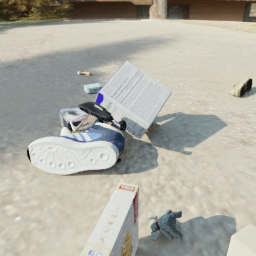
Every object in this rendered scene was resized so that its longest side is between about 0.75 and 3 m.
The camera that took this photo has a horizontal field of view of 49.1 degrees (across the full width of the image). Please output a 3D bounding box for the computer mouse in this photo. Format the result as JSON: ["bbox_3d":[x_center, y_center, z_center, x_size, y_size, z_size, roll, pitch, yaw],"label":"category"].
[{"bbox_3d":[-0.709,-0.401,8.794,1.649,0.380,1.158,23,-11,9],"label":"computer mouse"}]

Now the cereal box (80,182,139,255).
[{"bbox_3d":[-0.337,2.389,4.845,0.493,1.793,2.492,9,29,16],"label":"cereal box"}]

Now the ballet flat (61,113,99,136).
[{"bbox_3d":[-1.896,0.115,9.783,2.015,0.677,0.686,-46,12,-26],"label":"ballet flat"}]

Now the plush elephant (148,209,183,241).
[{"bbox_3d":[0.792,2.243,6.492,0.837,0.689,0.648,19,-29,-38],"label":"plush elephant"}]

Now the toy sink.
[{"bbox_3d":[2.651,2.640,5.449,0.680,0.791,1.214,-16,30,-28],"label":"toy sink"}]

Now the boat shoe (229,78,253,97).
[{"bbox_3d":[6.021,-2.224,15.012,0.771,0.725,2.025,9,26,42],"label":"boat shoe"}]

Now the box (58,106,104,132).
[{"bbox_3d":[-1.835,-0.256,10.967,1.414,0.871,1.403,-13,31,-23],"label":"box"}]

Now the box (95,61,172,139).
[{"bbox_3d":[0.165,-0.993,9.881,2.036,1.068,1.872,35,57,1],"label":"box"}]

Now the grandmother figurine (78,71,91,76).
[{"bbox_3d":[-2.828,-3.503,17.929,0.859,0.260,0.521,6,0,17],"label":"grandmother figurine"}]

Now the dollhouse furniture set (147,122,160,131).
[{"bbox_3d":[0.193,-0.740,10.942,1.558,1.638,1.335,-22,29,-31],"label":"dollhouse furniture set"}]

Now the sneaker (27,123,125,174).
[{"bbox_3d":[-1.543,0.555,9.289,2.918,1.176,2.137,-1,18,7],"label":"sneaker"}]

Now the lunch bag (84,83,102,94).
[{"bbox_3d":[-1.866,-2.136,15.108,0.927,0.382,0.745,-12,31,-21],"label":"lunch bag"}]
